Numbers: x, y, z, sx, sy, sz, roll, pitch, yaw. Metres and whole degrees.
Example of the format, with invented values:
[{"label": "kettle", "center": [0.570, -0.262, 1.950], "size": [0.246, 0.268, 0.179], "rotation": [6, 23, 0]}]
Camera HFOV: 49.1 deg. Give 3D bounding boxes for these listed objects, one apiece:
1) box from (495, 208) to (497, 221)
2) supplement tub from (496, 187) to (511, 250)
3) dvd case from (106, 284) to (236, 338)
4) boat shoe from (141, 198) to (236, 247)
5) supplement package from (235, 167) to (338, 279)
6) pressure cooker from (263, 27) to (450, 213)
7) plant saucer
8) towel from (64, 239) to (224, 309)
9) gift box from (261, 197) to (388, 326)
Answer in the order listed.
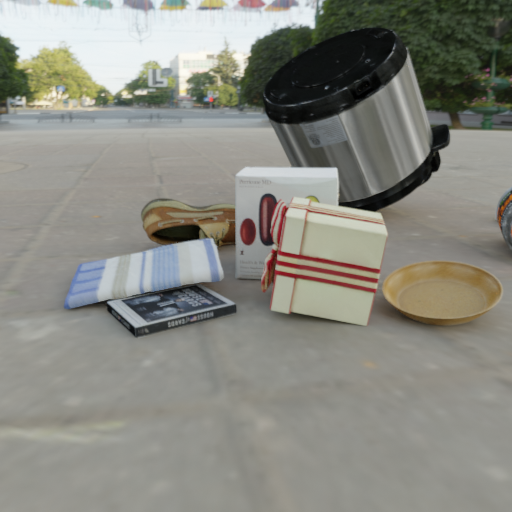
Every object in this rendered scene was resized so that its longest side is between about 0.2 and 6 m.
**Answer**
[{"label": "box", "center": [5.816, -0.746, 11.049], "size": [1.691, 0.307, 1.220], "rotation": [-2, 16, -11]}, {"label": "supplement tub", "center": [4.450, -0.560, 8.889], "size": [1.095, 1.095, 1.788], "rotation": [5, 15, 18]}, {"label": "dvd case", "center": [-0.985, 0.607, 6.506], "size": [1.234, 0.153, 0.927], "rotation": [-11, 19, -31]}, {"label": "boat shoe", "center": [-0.873, -0.392, 9.219], "size": [2.022, 0.765, 0.747], "rotation": [3, 44, -15]}, {"label": "supplement package", "center": [0.448, -0.478, 7.936], "size": [1.386, 1.449, 1.066], "rotation": [1, 15, 7]}, {"label": "pressure cooker", "center": [2.043, -2.520, 11.815], "size": [3.111, 3.483, 3.063], "rotation": [-40, 35, -11]}, {"label": "plant saucer", "center": [2.144, 0.458, 6.517], "size": [1.323, 0.234, 1.323], "rotation": [-7, 26, 3]}, {"label": "towel", "center": [-1.411, 0.217, 7.311], "size": [1.962, 0.234, 1.441], "rotation": [-12, 19, -6]}, {"label": "gift box", "center": [0.759, 0.039, 6.649], "size": [1.287, 1.272, 1.379], "rotation": [10, 13, 4]}]
